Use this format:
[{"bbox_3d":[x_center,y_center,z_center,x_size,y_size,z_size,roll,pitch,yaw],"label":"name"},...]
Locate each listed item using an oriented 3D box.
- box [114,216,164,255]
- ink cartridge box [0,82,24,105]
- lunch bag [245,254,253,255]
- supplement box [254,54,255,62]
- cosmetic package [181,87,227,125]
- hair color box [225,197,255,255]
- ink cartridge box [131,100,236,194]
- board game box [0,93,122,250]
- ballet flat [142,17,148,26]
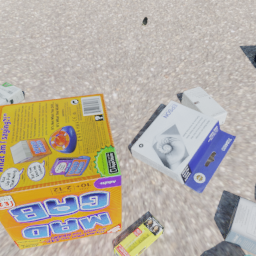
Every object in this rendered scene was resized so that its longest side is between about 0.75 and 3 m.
[{"bbox_3d":[0.269,2.600,6.488,1.212,0.304,0.456,-31,53,-27],"label":"box"},{"bbox_3d":[-4.421,-1.031,9.891,0.844,0.478,1.151,26,51,23],"label":"ink cartridge box"},{"bbox_3d":[2.241,3.422,5.479,1.591,0.613,1.276,-23,53,-21],"label":"lunch bag"},{"bbox_3d":[6.397,-2.790,11.067,1.844,1.239,1.846,-4,46,-4],"label":"supplement box"},{"bbox_3d":[2.554,-0.697,9.521,0.775,0.564,1.524,-20,48,-18],"label":"cosmetic package"},{"bbox_3d":[3.377,2.496,6.384,1.989,0.603,0.984,21,49,20],"label":"hair color box"},{"bbox_3d":[1.646,0.421,8.173,2.297,0.466,2.292,27,60,26],"label":"ink cartridge box"},{"bbox_3d":[-1.531,0.985,6.543,2.415,2.416,2.417,-7,47,-8],"label":"board game box"},{"bbox_3d":[0.872,-5.477,14.452,0.260,0.222,0.781,37,45,-21],"label":"ballet flat"}]
